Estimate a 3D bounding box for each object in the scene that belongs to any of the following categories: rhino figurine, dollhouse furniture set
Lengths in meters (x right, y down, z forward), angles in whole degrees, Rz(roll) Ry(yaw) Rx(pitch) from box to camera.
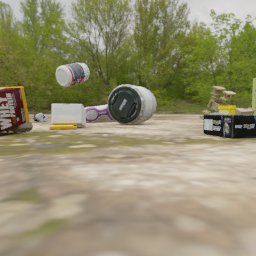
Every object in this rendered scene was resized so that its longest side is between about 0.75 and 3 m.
[{"bbox_3d":[-3.357,-0.027,8.386,0.483,0.330,1.105,16,16,34],"label":"rhino figurine"},{"bbox_3d":[4.218,-0.773,11.852,1.136,1.499,1.710,-5,32,-40],"label":"dollhouse furniture set"}]

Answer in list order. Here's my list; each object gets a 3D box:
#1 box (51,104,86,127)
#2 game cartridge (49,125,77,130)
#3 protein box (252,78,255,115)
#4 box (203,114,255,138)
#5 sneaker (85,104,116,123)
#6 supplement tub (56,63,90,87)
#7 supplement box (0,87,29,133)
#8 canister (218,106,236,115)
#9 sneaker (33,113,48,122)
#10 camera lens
[{"bbox_3d":[-2.274,-0.476,10.885,1.151,0.756,1.157,1,-6,0],"label":"box"},{"bbox_3d":[-2.309,-0.026,10.073,0.932,0.151,0.821,-3,4,-8],"label":"game cartridge"},{"bbox_3d":[6.395,-1.111,11.627,1.404,2.081,2.066,-1,4,-11],"label":"protein box"},{"bbox_3d":[2.752,-0.073,7.291,1.049,0.552,1.281,-1,4,-18],"label":"box"},{"bbox_3d":[-1.623,-0.892,16.260,2.915,1.091,1.452,-3,4,-36],"label":"sneaker"},{"bbox_3d":[-2.703,-2.634,13.759,1.021,1.021,1.456,3,20,37],"label":"supplement tub"},{"bbox_3d":[-3.850,-0.478,7.571,1.535,1.033,1.556,1,17,20],"label":"supplement box"},{"bbox_3d":[3.549,-0.382,10.054,0.360,0.832,0.618,-3,4,-36],"label":"canister"},{"bbox_3d":[-5.284,-0.585,16.464,0.739,0.490,1.299,0,-2,7],"label":"sneaker"},{"bbox_3d":[0.242,-1.109,13.503,1.843,1.843,2.304,2,4,24],"label":"camera lens"}]
